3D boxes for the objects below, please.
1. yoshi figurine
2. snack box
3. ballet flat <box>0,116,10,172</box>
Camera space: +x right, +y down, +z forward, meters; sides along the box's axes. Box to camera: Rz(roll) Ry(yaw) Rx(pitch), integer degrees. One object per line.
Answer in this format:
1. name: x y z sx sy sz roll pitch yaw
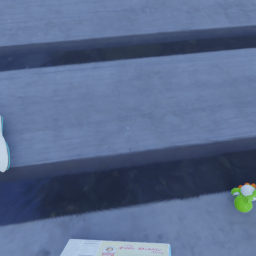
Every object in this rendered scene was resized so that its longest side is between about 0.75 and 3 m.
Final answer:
1. yoshi figurine: 3.073 1.706 6.589 0.750 1.340 0.753 -24 97 -42
2. snack box: -0.294 2.798 5.547 2.263 0.420 1.315 -1 12 9
3. ballet flat: -3.796 0.367 7.787 0.705 0.705 2.031 -18 54 -13
